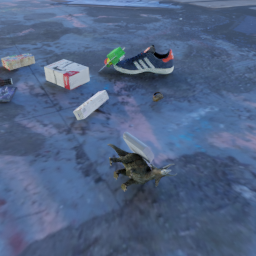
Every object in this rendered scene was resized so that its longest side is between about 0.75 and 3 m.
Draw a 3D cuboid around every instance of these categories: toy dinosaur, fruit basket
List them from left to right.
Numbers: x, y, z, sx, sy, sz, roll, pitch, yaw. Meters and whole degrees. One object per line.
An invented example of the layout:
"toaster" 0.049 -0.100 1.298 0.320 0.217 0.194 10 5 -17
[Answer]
"fruit basket" -0.735 -3.221 13.337 0.605 1.290 1.195 44 46 -7
"toy dinosaur" 0.157 1.053 7.430 1.070 0.805 2.092 -8 24 -38

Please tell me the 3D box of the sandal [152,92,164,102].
"sandal" 1.099 -1.204 10.622 0.432 0.289 1.058 -30 8 8

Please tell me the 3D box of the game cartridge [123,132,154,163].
"game cartridge" 0.320 0.569 7.517 0.810 1.215 0.246 39 81 23

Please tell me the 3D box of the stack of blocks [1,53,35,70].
"stack of blocks" -5.500 -3.377 14.062 1.373 0.402 0.790 -28 43 -35

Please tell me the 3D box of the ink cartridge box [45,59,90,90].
"ink cartridge box" -2.690 -2.391 12.361 1.628 0.675 1.195 24 42 30

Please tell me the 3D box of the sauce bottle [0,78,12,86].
"sauce bottle" -5.646 -1.895 11.834 1.392 0.459 0.459 -12 36 -14

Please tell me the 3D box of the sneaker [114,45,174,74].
"sneaker" 0.739 -3.296 13.230 2.868 1.212 1.075 -1 34 -1

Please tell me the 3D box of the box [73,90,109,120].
"box" -1.311 -0.864 10.253 0.354 0.379 1.829 -10 24 32

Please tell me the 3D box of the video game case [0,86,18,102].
"video game case" -5.178 -1.376 11.251 1.228 0.117 0.877 2 45 2
